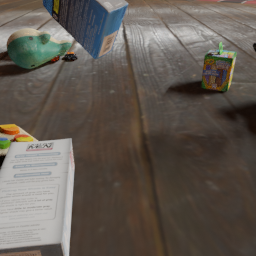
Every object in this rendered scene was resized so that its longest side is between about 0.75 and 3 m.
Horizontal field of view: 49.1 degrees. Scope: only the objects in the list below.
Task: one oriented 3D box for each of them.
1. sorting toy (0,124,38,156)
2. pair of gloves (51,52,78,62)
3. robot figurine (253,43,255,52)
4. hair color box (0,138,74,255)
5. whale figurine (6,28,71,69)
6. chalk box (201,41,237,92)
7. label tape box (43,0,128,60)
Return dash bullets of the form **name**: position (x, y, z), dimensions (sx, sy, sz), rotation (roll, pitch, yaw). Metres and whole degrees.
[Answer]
- **sorting toy**: position (-2.862, 0.225, 6.550), dimensions (1.412, 0.278, 1.525), rotation (26, 17, 36)
- **pair of gloves**: position (-3.011, -3.254, 12.865), dimensions (1.369, 0.169, 1.220), rotation (-8, 31, -17)
- **robot figurine**: position (4.006, -1.997, 6.498), dimensions (1.997, 1.448, 0.581), rotation (14, 49, -6)
- **hair color box**: position (-1.659, 1.227, 4.979), dimensions (1.268, 0.776, 2.561), rotation (-4, 33, -6)
- **whale figurine**: position (-3.647, -3.196, 11.750), dimensions (2.613, 1.356, 2.079), rotation (-7, -13, -38)
- **chalk box**: position (3.210, -2.204, 9.820), dimensions (0.956, 1.544, 0.960), rotation (15, 35, 23)
- **label tape box**: position (-0.901, -2.362, 5.398), dimensions (0.562, 1.219, 1.701), rotation (-37, 79, -31)
